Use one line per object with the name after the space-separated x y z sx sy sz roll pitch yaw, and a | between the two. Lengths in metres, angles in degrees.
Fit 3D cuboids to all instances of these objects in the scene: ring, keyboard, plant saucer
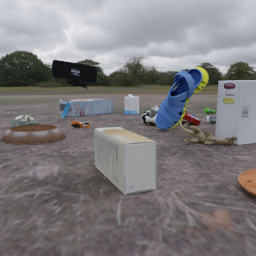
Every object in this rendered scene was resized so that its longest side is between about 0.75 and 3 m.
2.855 1.009 4.596 1.975 0.189 1.975 -1 9 0 | ring
-2.629 -2.578 13.691 2.260 1.176 0.448 5 -1 -26 | keyboard
-3.149 0.165 9.403 2.092 0.383 2.092 0 8 0 | plant saucer

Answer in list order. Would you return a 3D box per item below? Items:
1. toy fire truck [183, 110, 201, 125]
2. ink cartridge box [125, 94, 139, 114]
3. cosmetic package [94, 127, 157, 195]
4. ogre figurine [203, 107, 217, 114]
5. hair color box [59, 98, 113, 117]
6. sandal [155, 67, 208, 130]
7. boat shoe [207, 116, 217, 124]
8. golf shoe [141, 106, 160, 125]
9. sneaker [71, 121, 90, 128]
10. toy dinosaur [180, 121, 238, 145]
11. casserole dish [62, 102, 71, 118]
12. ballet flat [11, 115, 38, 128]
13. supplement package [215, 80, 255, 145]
2.502 -0.636 13.118 1.590 1.061 1.893 25 10 -1 | toy fire truck
0.240 -1.464 17.167 0.746 1.191 0.765 2 9 15 | ink cartridge box
-0.117 0.533 5.354 0.610 0.903 1.717 -4 11 -22 | cosmetic package
4.941 -1.014 17.030 0.493 0.404 0.823 15 16 -28 | ogre figurine
-2.479 -1.283 16.953 2.960 0.897 1.465 -9 13 -42 | hair color box
1.794 -1.133 10.459 1.092 2.749 1.197 39 20 30 | sandal
3.925 -0.392 12.931 0.451 0.363 0.973 -4 6 25 | boat shoe
1.087 -0.606 12.940 0.997 0.820 2.110 0 8 -3 | golf shoe
-1.992 -0.130 11.724 0.796 0.301 0.366 6 1 -7 | sneaker
2.186 0.244 8.774 1.142 0.657 2.259 13 5 -44 | toy dinosaur
-3.167 -0.909 14.514 0.178 0.919 0.557 22 3 -30 | casserole dish
-4.436 -0.317 12.116 0.510 0.482 1.514 3 9 21 | ballet flat
3.733 -0.542 8.875 1.487 1.909 1.059 -3 9 -21 | supplement package
